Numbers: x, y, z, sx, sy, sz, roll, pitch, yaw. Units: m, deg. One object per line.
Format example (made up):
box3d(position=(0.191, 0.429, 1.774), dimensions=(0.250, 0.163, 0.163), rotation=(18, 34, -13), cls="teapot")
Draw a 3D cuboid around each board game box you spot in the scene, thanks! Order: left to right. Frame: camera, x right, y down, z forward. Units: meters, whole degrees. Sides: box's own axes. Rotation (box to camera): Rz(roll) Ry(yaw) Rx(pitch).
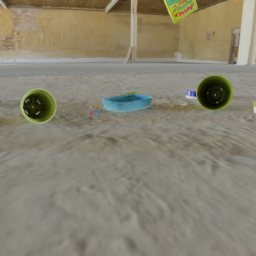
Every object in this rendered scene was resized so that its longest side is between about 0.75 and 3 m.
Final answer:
box3d(position=(1.830, -4.626, 10.002), dimensions=(1.011, 0.474, 1.991), rotation=(-29, -14, 15), cls="board game box")

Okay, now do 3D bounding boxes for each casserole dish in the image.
box3d(position=(-0.007, -0.993, 11.016), dimensions=(2.185, 0.424, 1.324), rotation=(-14, 21, -42), cls="casserole dish")

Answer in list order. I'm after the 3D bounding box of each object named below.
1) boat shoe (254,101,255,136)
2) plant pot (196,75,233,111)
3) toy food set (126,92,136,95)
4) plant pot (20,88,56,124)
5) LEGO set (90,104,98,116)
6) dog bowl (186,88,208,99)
box3d(position=(3.816, 0.087, 6.292), dimensions=(2.879, 0.933, 1.054), rotation=(13, 3, -24), cls="boat shoe")
box3d(position=(3.414, -1.331, 10.975), dimensions=(1.324, 1.324, 1.275), rotation=(6, 5, 19), cls="plant pot")
box3d(position=(0.168, -1.768, 14.244), dimensions=(0.520, 0.151, 0.753), rotation=(-3, 16, -12), cls="toy food set")
box3d(position=(-3.007, -0.703, 9.101), dimensions=(1.094, 1.094, 1.006), rotation=(-9, 7, -30), cls="plant pot")
box3d(position=(-1.222, -0.682, 10.074), dimensions=(0.303, 0.326, 0.795), rotation=(-1, 16, -8), cls="LEGO set")
box3d(position=(3.294, -1.651, 13.383), dimensions=(1.003, 0.395, 1.003), rotation=(0, 15, 0), cls="dog bowl")
